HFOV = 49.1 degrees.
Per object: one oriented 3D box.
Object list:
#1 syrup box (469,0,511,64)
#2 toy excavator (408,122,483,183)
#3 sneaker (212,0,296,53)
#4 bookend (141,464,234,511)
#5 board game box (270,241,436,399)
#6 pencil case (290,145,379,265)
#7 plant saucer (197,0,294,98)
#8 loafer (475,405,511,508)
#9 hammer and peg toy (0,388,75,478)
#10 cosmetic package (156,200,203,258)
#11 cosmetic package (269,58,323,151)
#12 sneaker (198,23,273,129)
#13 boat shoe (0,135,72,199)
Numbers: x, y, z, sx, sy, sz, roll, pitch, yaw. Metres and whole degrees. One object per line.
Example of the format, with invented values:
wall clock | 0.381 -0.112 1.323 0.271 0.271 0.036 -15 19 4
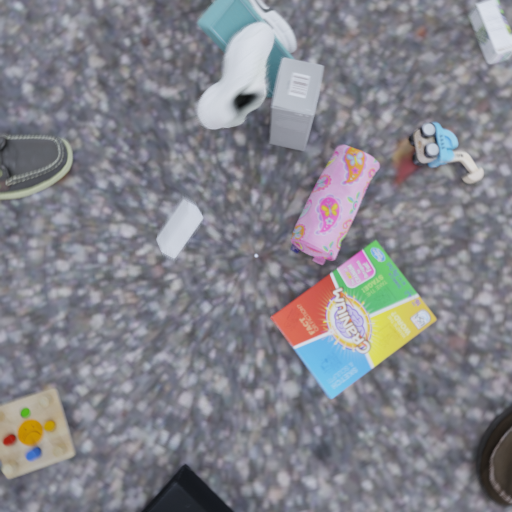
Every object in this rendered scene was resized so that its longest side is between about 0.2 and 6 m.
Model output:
syrup box | 4.018 -3.811 9.527 0.388 0.375 0.953 -19 82 -3
toy excavator | 3.155 -1.688 9.202 1.057 0.528 1.028 -6 83 -10
sneaker | -0.332 -4.044 9.360 0.870 0.801 2.174 -42 84 -4
bookend | -1.040 4.701 7.979 2.277 1.049 2.263 42 85 5
board game box | 1.511 0.993 8.823 2.064 0.416 1.580 -36 83 -5
pencil case | 1.247 -0.813 8.924 0.815 0.815 1.863 25 83 3
plant saucer | -0.017 -3.112 8.406 0.746 2.134 0.202 -46 61 11
loafer | 4.420 2.514 8.290 1.061 1.037 2.908 42 84 5
hammer and peg toy | -3.621 2.788 8.514 1.534 0.541 1.128 -19 84 -3
cosmetic package | -1.139 -0.399 8.304 0.284 0.390 0.766 30 106 -34
cosmetic package | 0.592 -2.308 8.735 0.697 1.546 0.826 12 79 -1
sneaker | -0.088 -2.450 7.789 0.823 0.645 1.657 24 88 41
boat shoe | -4.377 -1.425 8.921 2.732 0.898 0.976 -10 82 -1
